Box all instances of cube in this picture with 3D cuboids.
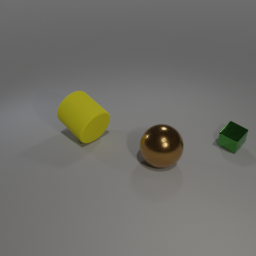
[{"bbox_3d":[3.667,0.322,9.815,0.700,0.700,0.700,-41,54,-22],"label":"cube"}]

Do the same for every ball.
[{"bbox_3d":[1.072,0.570,8.953,1.400,1.400,1.400,0,30,0],"label":"ball"}]

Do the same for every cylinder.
[{"bbox_3d":[-1.608,-0.403,10.201,1.400,1.400,1.400,41,46,23],"label":"cylinder"}]
